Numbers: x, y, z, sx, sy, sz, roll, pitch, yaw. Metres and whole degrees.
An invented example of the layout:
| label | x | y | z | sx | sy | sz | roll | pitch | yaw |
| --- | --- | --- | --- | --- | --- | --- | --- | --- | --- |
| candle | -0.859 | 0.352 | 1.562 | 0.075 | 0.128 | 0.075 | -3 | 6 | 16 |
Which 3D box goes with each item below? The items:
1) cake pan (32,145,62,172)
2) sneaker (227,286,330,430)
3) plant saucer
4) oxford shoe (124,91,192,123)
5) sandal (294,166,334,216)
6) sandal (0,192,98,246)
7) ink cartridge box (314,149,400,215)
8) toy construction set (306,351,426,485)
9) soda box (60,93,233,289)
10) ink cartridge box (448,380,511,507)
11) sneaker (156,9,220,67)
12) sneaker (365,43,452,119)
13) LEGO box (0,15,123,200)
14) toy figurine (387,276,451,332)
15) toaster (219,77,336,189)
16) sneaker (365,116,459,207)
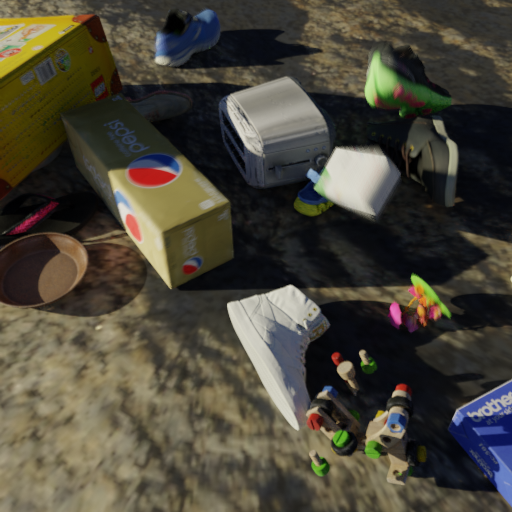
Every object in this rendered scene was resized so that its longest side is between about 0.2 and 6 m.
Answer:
| label | x | y | z | sx | sy | sz | roll | pitch | yaw |
| --- | --- | --- | --- | --- | --- | --- | --- | --- | --- |
| cake pan | -4.878 | -2.213 | 11.751 | 1.767 | 0.324 | 1.767 | -7 | 41 | 6 |
| sneaker | 0.587 | 1.314 | 8.203 | 1.327 | 0.846 | 2.296 | -19 | 48 | -14 |
| plant saucer | -3.702 | 0.294 | 9.541 | 1.707 | 0.312 | 1.707 | 0 | 47 | 0 |
| oxford shoe | -2.427 | -3.198 | 12.663 | 2.009 | 0.711 | 0.742 | -9 | 52 | 3 |
| sandal | 1.592 | -1.469 | 10.874 | 1.913 | 0.833 | 0.761 | -29 | 50 | -27 |
| sandal | -4.271 | -0.717 | 10.292 | 2.703 | 0.609 | 1.015 | -15 | 48 | -13 |
| ink cartridge box | 1.767 | -1.322 | 9.869 | 1.224 | 0.535 | 0.889 | 24 | 83 | 52 |
| toy construction set | 1.485 | 2.216 | 7.374 | 1.411 | 1.300 | 1.691 | -24 | 26 | 12 |
| soda box | -2.088 | -1.364 | 10.337 | 1.326 | 1.403 | 4.143 | -28 | 53 | -23 |
| ink cartridge box | 4.089 | 2.153 | 7.573 | 2.666 | 0.589 | 1.253 | -20 | 49 | -18 |
| sneaker | -1.783 | -6.105 | 15.066 | 1.009 | 1.145 | 2.569 | 20 | 49 | 18 |
| sneaker | 3.304 | -3.743 | 11.913 | 1.222 | 1.333 | 3.183 | -6 | -1 | 33 |
| LEGO box | -5.461 | -3.150 | 11.343 | 3.399 | 1.761 | 4.565 | 7 | 44 | 22 |
| toy figurine | 2.495 | 0.887 | 8.861 | 0.784 | 0.640 | 0.852 | -41 | 80 | -3 |
| toaster | 0.339 | -2.555 | 11.425 | 1.741 | 1.532 | 2.695 | -17 | 50 | -13 |
| sneaker | 2.996 | -1.849 | 11.075 | 1.602 | 1.128 | 3.017 | -1 | 33 | 7 |
